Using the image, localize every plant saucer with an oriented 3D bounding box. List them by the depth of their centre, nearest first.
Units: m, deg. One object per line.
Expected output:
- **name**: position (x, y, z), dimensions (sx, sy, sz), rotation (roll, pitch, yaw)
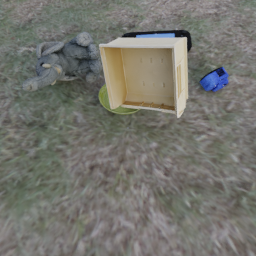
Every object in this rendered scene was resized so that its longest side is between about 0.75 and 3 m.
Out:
- **plant saucer**: position (-0.158, -1.053, 9.701), dimensions (1.707, 0.265, 1.707), rotation (1, 51, -1)

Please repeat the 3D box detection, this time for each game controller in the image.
- **game controller**: position (1.114, -3.458, 11.384), dimensions (2.868, 0.604, 1.496), rotation (-1, 41, 7)

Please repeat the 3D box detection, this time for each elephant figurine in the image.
- **elephant figurine**: position (-2.382, -2.253, 9.678), dimensions (2.635, 2.044, 1.864), rotation (-19, 85, -9)

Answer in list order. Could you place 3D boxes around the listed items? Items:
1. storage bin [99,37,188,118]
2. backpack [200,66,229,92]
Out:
- **storage bin**: position (0.532, -1.490, 8.310), dimensions (2.249, 2.233, 1.054), rotation (9, 35, 27)
- **backpack**: position (3.070, -1.684, 9.959), dimensions (0.860, 0.699, 0.722), rotation (-26, 78, -21)
